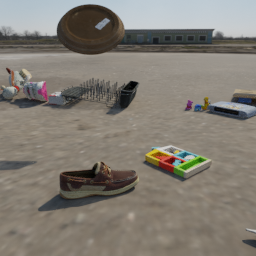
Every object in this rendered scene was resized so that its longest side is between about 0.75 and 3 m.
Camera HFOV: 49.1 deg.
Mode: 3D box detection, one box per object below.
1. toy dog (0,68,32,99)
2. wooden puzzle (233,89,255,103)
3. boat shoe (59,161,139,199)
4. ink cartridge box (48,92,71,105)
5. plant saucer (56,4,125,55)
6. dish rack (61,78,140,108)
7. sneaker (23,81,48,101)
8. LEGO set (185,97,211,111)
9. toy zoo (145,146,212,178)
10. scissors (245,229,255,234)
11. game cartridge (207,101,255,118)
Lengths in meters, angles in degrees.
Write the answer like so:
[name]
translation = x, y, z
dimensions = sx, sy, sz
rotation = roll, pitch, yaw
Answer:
[toy dog]
translation = -4.874, -1.999, 11.724
dimensions = 1.033, 1.414, 2.144
rotation = 41, -3, -20
[wooden puzzle]
translation = 4.861, -1.190, 10.689
dimensions = 1.569, 0.392, 1.694
rotation = 8, 15, 23
[boat shoe]
translation = -0.438, 0.766, 4.414
dimensions = 1.280, 0.461, 0.462
rotation = -5, 18, -14
[ink cartridge box]
translation = -2.555, -1.122, 10.494
dimensions = 0.571, 0.325, 0.784
rotation = 2, 18, 7
[plant saucer]
translation = -0.921, -2.511, 6.934
dimensions = 1.701, 0.251, 1.701
rotation = 2, 60, -3
[dish rack]
translation = -1.044, -1.413, 10.488
dimensions = 2.718, 0.741, 2.085
rotation = 9, 18, 7
[sneaker]
translation = -3.597, -1.402, 10.823
dimensions = 0.832, 0.767, 1.886
rotation = -8, 11, -21
[LEGO set]
translation = 2.501, -0.855, 9.511
dimensions = 1.031, 0.423, 0.393
rotation = -8, 20, -23
[toy zoo]
translation = 0.900, 0.600, 5.484
dimensions = 0.790, 0.123, 1.204
rotation = -16, 24, -39
[scissors]
translation = 2.724, 1.468, 2.646
dimensions = 2.897, 0.202, 1.060
rotation = 6, 21, 13
[game cartridge]
translation = 3.391, -0.616, 9.082
dimensions = 0.897, 0.280, 1.348
rotation = -22, 28, -40
